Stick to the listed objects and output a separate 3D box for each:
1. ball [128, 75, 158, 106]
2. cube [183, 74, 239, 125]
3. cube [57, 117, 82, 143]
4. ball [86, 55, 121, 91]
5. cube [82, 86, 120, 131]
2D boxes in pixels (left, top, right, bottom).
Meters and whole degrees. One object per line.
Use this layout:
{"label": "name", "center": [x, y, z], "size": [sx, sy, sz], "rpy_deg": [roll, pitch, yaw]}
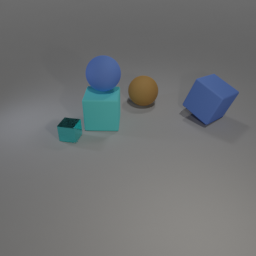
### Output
{"label": "ball", "center": [0.708, -1.735, 13.046], "size": [1.400, 1.400, 1.400], "rpy_deg": [0, 32, 0]}
{"label": "cube", "center": [3.454, -1.233, 11.768], "size": [1.400, 1.400, 1.400], "rpy_deg": [-21, 56, -40]}
{"label": "cube", "center": [-2.247, 0.080, 10.865], "size": [0.700, 0.700, 0.700], "rpy_deg": [7, 33, 12]}
{"label": "ball", "center": [-0.980, -2.162, 11.127], "size": [1.400, 1.400, 1.400], "rpy_deg": [0, 32, 0]}
{"label": "cube", "center": [-1.054, -0.823, 11.643], "size": [1.400, 1.400, 1.400], "rpy_deg": [1, 32, 1]}
